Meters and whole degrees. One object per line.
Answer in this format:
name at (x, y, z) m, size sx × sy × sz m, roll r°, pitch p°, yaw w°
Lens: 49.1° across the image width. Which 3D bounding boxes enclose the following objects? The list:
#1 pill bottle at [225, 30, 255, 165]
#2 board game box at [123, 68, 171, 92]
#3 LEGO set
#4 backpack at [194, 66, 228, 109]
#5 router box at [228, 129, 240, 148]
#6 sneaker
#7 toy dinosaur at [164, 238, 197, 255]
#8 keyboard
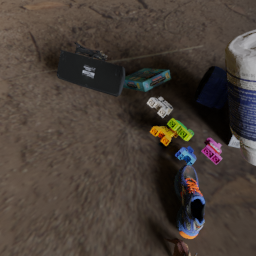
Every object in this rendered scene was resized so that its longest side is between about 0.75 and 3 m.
pill bottle at (2.562, -0.465, 5.179) m, size 1.343 × 2.420 × 1.343 m, roll -12°, pitch 35°, yaw 9°
board game box at (0.524, -1.532, 8.790) m, size 1.015 × 0.315 × 1.344 m, roll -28°, pitch 26°, yaw -22°
LEGO set at (1.379, 0.151, 7.290) m, size 2.234 × 0.852 × 0.917 m, roll 44°, pitch 32°, yaw 12°
backpack at (2.547, -1.194, 8.214) m, size 0.941 × 1.122 × 0.912 m, roll 22°, pitch 15°, yaw -2°
router box at (3.204, -0.795, 7.200) m, size 0.591 × 2.262 × 1.779 m, roll 13°, pitch 55°, yaw 12°
sneaker at (1.443, 1.540, 6.199) m, size 0.625 × 0.650 × 1.658 m, roll 13°, pitch 52°, yaw -16°
toy dinosaur at (1.075, 2.438, 5.389) m, size 0.444 × 0.701 × 1.034 m, roll -27°, pitch 48°, yaw -9°
keyboard at (-1.005, -1.717, 8.058) m, size 2.208 × 1.149 × 0.438 m, roll 20°, pitch 15°, yaw 20°
